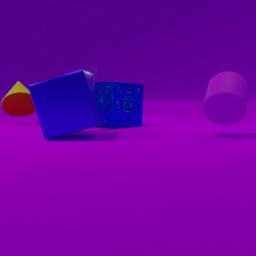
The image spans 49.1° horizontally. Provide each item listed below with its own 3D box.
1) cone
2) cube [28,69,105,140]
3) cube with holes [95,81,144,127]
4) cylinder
[{"bbox_3d":[-3.893,-1.261,10.043,1.230,1.234,1.230,-13,-36,-10],"label":"cone"},{"bbox_3d":[-1.368,-0.564,6.619,1.260,1.260,1.260,-15,6,4],"label":"cube"},{"bbox_3d":[-0.468,-0.790,9.394,1.393,1.393,1.393,6,6,43],"label":"cube with holes"},{"bbox_3d":[2.359,-0.719,6.752,0.953,0.953,0.953,3,41,24],"label":"cylinder"}]
